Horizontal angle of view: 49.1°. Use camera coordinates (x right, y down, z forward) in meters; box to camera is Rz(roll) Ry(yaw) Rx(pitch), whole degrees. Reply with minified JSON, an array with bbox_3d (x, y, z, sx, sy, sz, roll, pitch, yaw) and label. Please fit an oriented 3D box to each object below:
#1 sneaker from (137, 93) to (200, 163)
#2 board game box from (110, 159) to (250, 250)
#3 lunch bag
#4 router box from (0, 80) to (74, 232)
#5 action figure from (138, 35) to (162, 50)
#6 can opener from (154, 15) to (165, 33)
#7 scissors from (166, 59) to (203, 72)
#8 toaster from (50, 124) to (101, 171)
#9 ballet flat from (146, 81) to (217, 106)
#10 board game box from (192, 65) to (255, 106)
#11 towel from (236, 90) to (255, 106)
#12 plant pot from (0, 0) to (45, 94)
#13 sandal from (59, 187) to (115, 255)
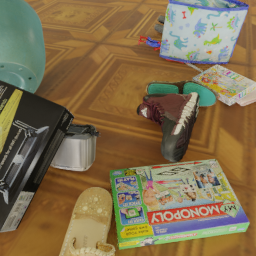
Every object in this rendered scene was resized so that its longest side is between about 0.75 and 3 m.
[{"bbox_3d":[0.831,-0.146,7.080,1.553,1.018,2.689,10,31,19],"label":"sneaker"},{"bbox_3d":[0.903,1.421,5.594,2.391,0.348,1.609,-6,40,-7],"label":"board game box"},{"bbox_3d":[2.571,-3.459,9.757,2.539,2.159,1.618,15,49,10],"label":"lunch bag"},{"bbox_3d":[-2.475,0.406,5.393,1.933,0.642,2.458,23,78,12],"label":"router box"},{"bbox_3d":[1.163,-3.324,11.141,1.477,0.382,0.483,13,47,7],"label":"action figure"},{"bbox_3d":[2.387,-3.983,11.780,2.856,0.752,0.949,32,15,30],"label":"can opener"},{"bbox_3d":[2.152,-2.445,10.292,1.727,0.120,0.632,28,47,28],"label":"scissors"},{"bbox_3d":[-1.246,0.392,6.247,1.387,0.896,0.788,6,22,10],"label":"toaster"},{"bbox_3d":[1.605,-1.126,8.396,2.088,0.708,0.786,9,22,13],"label":"ballet flat"},{"bbox_3d":[2.933,-1.373,8.662,1.069,0.272,1.590,-30,43,-16],"label":"board game box"},{"bbox_3d":[3.568,-1.128,8.675,1.095,0.185,1.147,-16,39,-17],"label":"towel"},{"bbox_3d":[-3.634,-1.992,7.894,2.771,2.771,2.224,-13,60,-15],"label":"plant pot"},{"bbox_3d":[-0.677,1.981,4.425,1.059,0.950,2.889,4,41,-2],"label":"sandal"}]
